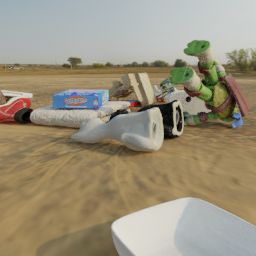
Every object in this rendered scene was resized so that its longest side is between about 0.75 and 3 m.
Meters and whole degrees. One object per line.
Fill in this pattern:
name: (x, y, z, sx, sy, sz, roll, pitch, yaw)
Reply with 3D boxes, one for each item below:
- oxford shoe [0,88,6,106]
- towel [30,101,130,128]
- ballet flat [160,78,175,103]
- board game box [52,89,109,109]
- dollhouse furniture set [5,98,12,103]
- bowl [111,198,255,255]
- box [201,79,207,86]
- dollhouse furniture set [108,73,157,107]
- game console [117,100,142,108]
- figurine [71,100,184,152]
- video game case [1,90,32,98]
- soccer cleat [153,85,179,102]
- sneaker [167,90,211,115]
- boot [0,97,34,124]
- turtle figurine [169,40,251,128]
oxford shoe: (-4.258, -0.647, 7.766, 0.972, 0.994, 2.726, 0, 12, -2)
towel: (-1.224, -0.502, 8.308, 1.889, 0.491, 2.850, 4, 13, 20)
ballet flat: (1.677, -1.311, 11.144, 0.675, 0.675, 1.819, -2, 39, -9)
board game box: (-1.288, -0.857, 8.027, 1.246, 0.369, 1.638, 1, 13, 4)
dollhouse furniture set: (-5.124, -1.203, 10.643, 1.339, 0.871, 1.230, 2, 13, 9)
bowl: (0.467, 0.923, 2.029, 0.979, 0.366, 0.980, -8, 14, -32)
box: (3.230, -1.473, 10.485, 0.932, 0.368, 0.658, 6, 30, -25)
dollhouse furniture set: (-0.320, -1.160, 11.591, 2.642, 1.290, 2.253, -21, 0, 30)
game console: (-0.129, -1.016, 11.385, 1.130, 0.198, 1.277, 8, 14, 31)
figurine: (-0.005, -0.039, 5.881, 1.837, 0.810, 1.883, -2, 10, 30)
video game case: (-4.576, -1.209, 10.011, 1.704, 0.199, 1.549, 5, 3, 38)
soccer cleat: (1.982, -1.542, 12.377, 1.874, 0.798, 0.643, 2, 13, 12)
sneaker: (2.172, -0.774, 9.150, 2.195, 0.802, 1.228, 6, 8, -11)
boot: (-3.013, -0.509, 8.208, 1.197, 0.601, 1.660, 3, 20, 12)
turtle figurine: (1.776, -1.056, 7.341, 1.781, 2.399, 2.474, -35, 46, 12)
